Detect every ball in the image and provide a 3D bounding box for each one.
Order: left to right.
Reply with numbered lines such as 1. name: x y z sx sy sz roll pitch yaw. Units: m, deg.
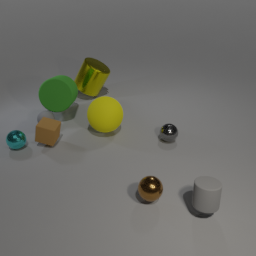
1. ball: -4.046 0.420 10.139 0.700 0.700 0.700 0 30 0
2. ball: -3.369 -0.369 11.508 0.700 0.700 0.700 0 30 0
3. ball: -0.882 -0.526 10.861 1.400 1.400 1.400 0 30 0
4. ball: 0.620 1.668 7.727 0.700 0.700 0.700 0 30 0
5. ball: 1.540 0.177 10.539 0.700 0.700 0.700 0 30 0

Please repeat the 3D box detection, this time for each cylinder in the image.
1. cylinder: -2.924 -1.488 11.913 1.400 1.400 1.400 -1 16 -1
2. cylinder: -1.790 -2.535 13.904 1.400 1.400 1.400 25 29 -15
3. cylinder: 2.040 1.716 7.254 0.700 0.700 0.700 1 20 0

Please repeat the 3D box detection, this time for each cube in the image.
1. cube: -2.924 0.121 10.251 0.700 0.700 0.700 15 31 0
